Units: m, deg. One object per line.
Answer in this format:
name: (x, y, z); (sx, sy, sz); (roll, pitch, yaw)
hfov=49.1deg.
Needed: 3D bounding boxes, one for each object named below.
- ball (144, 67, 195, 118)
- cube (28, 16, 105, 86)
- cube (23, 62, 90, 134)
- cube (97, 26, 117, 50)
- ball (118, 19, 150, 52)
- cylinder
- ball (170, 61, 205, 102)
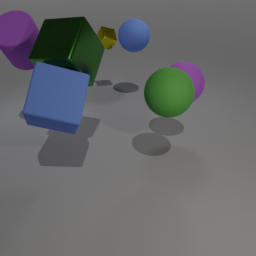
ball: (1.146, -0.991, 7.851); (1.400, 1.400, 1.400); (0, 29, 0)
cube: (-1.718, -2.181, 8.159); (1.400, 1.400, 1.400); (6, 70, 23)
cube: (-1.930, -0.742, 7.617); (1.400, 1.400, 1.400); (12, -14, -13)
cube: (-1.021, -4.215, 13.160); (0.700, 0.700, 0.700); (2, 64, -31)
ball: (0.261, -4.045, 12.281); (1.400, 1.400, 1.400); (0, 29, 0)
cylinder: (-3.569, -2.888, 9.356); (1.400, 1.400, 1.400); (-1, 70, 3)
ball: (1.812, -1.478, 9.251); (1.400, 1.400, 1.400); (0, 29, 0)
